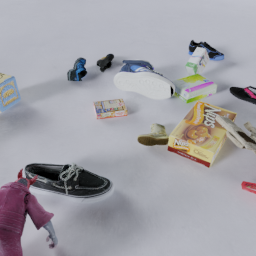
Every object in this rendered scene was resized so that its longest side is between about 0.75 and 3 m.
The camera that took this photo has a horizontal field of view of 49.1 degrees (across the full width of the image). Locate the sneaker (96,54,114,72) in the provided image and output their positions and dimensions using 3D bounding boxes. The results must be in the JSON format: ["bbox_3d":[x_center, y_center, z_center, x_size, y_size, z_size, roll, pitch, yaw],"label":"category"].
[{"bbox_3d":[-1.022,-3.306,14.174,0.741,0.427,1.421,28,50,33],"label":"sneaker"}]

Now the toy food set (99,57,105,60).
[{"bbox_3d":[-1.179,-3.634,14.783,0.442,0.245,0.751,-3,26,39],"label":"toy food set"}]

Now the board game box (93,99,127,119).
[{"bbox_3d":[-0.690,-0.748,10.794,1.185,0.274,0.898,-7,37,-10],"label":"board game box"}]

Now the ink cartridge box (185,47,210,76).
[{"bbox_3d":[3.141,-2.946,12.651,0.493,0.818,1.126,25,78,36],"label":"ink cartridge box"}]

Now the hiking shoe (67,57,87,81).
[{"bbox_3d":[-2.239,-2.715,13.271,0.751,0.644,1.731,14,48,6],"label":"hiking shoe"}]

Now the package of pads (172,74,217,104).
[{"bbox_3d":[2.729,-1.718,11.870,1.638,0.559,1.266,-19,41,-24],"label":"package of pads"}]

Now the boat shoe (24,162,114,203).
[{"bbox_3d":[-1.576,1.336,7.498,2.429,0.830,0.897,8,37,11],"label":"boat shoe"}]

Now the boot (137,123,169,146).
[{"bbox_3d":[0.803,0.196,9.408,1.103,0.398,0.853,2,37,-9],"label":"boot"}]

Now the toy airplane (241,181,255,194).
[{"bbox_3d":[4.100,1.580,7.472,2.142,0.394,2.142,-3,40,2],"label":"toy airplane"}]

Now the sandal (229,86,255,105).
[{"bbox_3d":[5.216,-1.324,11.384,0.834,0.501,2.221,-28,45,-32],"label":"sandal"}]

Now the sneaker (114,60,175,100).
[{"bbox_3d":[0.984,-2.313,12.166,2.842,1.145,2.081,14,42,26],"label":"sneaker"}]

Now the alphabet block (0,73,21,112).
[{"bbox_3d":[-5.134,-1.447,11.032,1.150,1.129,1.123,16,38,20],"label":"alphabet block"}]

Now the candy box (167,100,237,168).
[{"bbox_3d":[2.498,0.096,9.263,1.439,0.689,2.493,23,42,23],"label":"candy box"}]

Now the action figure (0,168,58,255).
[{"bbox_3d":[-2.646,2.013,5.631,1.998,2.221,2.983,-2,50,8],"label":"action figure"}]

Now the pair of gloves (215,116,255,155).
[{"bbox_3d":[3.873,0.301,8.619,2.086,0.366,1.774,14,34,-26],"label":"pair of gloves"}]

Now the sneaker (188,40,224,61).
[{"bbox_3d":[4.201,-4.184,15.021,2.016,0.785,0.707,19,40,24],"label":"sneaker"}]
